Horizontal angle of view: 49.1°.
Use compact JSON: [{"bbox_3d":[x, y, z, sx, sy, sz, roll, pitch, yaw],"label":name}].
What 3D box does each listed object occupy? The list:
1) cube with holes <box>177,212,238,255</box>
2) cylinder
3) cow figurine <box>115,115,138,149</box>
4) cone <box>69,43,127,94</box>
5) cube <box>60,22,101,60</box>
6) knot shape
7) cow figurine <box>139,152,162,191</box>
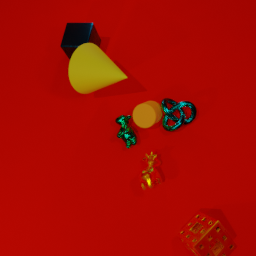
[{"bbox_3d":[1.954,2.808,7.002,0.865,0.865,0.865,-40,100,-15],"label":"cube with holes"},{"bbox_3d":[0.597,-0.417,8.399,0.721,0.721,0.721,5,104,22],"label":"cylinder"},{"bbox_3d":[-0.031,0.068,8.472,0.518,0.929,0.944,-30,107,24],"label":"cow figurine"},{"bbox_3d":[-0.609,-1.551,7.898,1.496,1.491,1.491,19,67,33],"label":"cone"},{"bbox_3d":[-1.536,-2.811,9.283,0.941,0.941,0.941,6,72,14],"label":"cube"},{"bbox_3d":[1.419,-0.496,8.486,1.139,0.526,1.065,-33,73,-8],"label":"knot shape"},{"bbox_3d":[0.594,1.181,7.826,0.524,0.955,0.940,-22,83,35],"label":"cow figurine"}]
